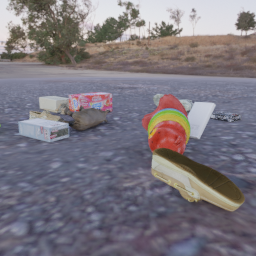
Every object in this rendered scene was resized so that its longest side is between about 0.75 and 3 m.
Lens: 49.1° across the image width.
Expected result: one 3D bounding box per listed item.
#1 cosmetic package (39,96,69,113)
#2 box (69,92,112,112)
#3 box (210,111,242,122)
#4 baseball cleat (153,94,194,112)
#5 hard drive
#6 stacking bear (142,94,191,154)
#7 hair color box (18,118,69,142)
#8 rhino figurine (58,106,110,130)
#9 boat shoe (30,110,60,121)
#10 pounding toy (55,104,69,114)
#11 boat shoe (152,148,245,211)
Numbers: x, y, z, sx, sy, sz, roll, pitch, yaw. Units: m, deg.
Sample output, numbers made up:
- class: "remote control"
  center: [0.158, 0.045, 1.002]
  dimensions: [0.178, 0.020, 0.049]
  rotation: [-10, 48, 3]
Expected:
- class: "cosmetic package"
  center: [-4.018, -1.336, 15.475]
  dimensions: [0.977, 0.690, 1.888]
  rotation: [-12, 17, -42]
- class: "box"
  center: [-1.918, -1.276, 14.510]
  dimensions: [2.088, 0.997, 1.041]
  rotation: [-12, 18, -41]
- class: "box"
  center: [4.527, -0.534, 12.951]
  dimensions: [0.868, 0.274, 1.101]
  rotation: [-11, 17, -38]
- class: "baseball cleat"
  center: [2.584, -1.337, 15.566]
  dimensions: [1.291, 0.846, 2.426]
  rotation: [-5, 23, -45]
- class: "hard drive"
  center: [2.428, -0.288, 9.853]
  dimensions: [0.180, 1.348, 0.889]
  rotation: [34, -12, -32]
- class: "stacking bear"
  center: [1.141, 0.137, 8.041]
  dimensions: [1.352, 1.443, 2.377]
  rotation: [39, 21, -6]
- class: "hair color box"
  center: [-2.997, 0.049, 9.931]
  dimensions: [1.735, 0.526, 0.859]
  rotation: [9, 16, 35]
- class: "rhino figurine"
  center: [-1.566, -0.457, 11.509]
  dimensions: [1.159, 0.792, 2.650]
  rotation: [16, 17, 24]
- class: "boat shoe"
  center: [-3.694, -0.524, 12.437]
  dimensions: [1.506, 0.489, 0.543]
  rotation: [4, 14, 16]
- class: "pounding toy"
  center: [-3.206, -0.989, 14.338]
  dimensions: [0.524, 0.526, 0.917]
  rotation: [5, 14, 39]
- class: "boat shoe"
  center: [1.259, 1.051, 5.422]
  dimensions: [1.926, 0.639, 0.713]
  rotation: [31, 29, 36]
